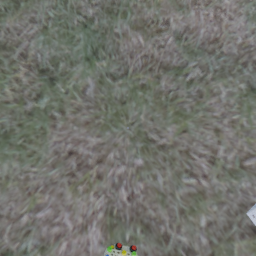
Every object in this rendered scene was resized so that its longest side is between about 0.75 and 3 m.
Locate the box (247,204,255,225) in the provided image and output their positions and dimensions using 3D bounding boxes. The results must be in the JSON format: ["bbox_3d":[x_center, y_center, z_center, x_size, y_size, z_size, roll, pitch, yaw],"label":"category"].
[{"bbox_3d":[2.867,1.322,4.851,1.430,0.890,0.697,-14,62,-45],"label":"box"}]

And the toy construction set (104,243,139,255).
[{"bbox_3d":[-0.084,2.290,4.769,0.861,0.564,0.397,26,120,-16],"label":"toy construction set"}]
